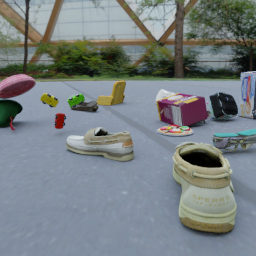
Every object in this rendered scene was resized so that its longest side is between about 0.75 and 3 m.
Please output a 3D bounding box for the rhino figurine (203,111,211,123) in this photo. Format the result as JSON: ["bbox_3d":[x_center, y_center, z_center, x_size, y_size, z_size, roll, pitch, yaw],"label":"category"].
[{"bbox_3d":[2.727,-0.541,10.875,0.470,0.688,1.573,38,0,-22],"label":"rhino figurine"}]

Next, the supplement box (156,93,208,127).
[{"bbox_3d":[1.949,-0.688,10.389,1.101,0.868,1.682,-20,19,-20],"label":"supplement box"}]

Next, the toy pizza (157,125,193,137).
[{"bbox_3d":[1.524,0.055,9.087,1.175,0.186,1.175,0,13,0],"label":"toy pizza"}]

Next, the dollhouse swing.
[{"bbox_3d":[-0.946,-2.022,15.880,1.353,1.309,1.489,7,15,27],"label":"dollhouse swing"}]

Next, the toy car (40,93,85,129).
[{"bbox_3d":[-1.943,-0.729,8.704,1.238,1.315,0.293,-27,37,-11],"label":"toy car"}]

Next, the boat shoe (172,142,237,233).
[{"bbox_3d":[1.263,0.640,4.802,1.040,0.897,2.852,3,13,13],"label":"boat shoe"}]

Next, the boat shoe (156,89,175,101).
[{"bbox_3d":[2.221,-1.543,14.969,0.858,0.901,2.504,21,-1,-16],"label":"boat shoe"}]

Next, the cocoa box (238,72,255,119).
[{"bbox_3d":[5.470,-1.367,11.534,1.254,1.880,1.234,-11,16,-33],"label":"cocoa box"}]

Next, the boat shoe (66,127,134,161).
[{"bbox_3d":[-0.710,0.302,6.881,1.921,0.657,0.718,6,14,26],"label":"boat shoe"}]

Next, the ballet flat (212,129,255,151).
[{"bbox_3d":[2.776,0.319,7.003,1.444,0.519,0.519,-6,13,-11],"label":"ballet flat"}]

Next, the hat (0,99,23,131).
[{"bbox_3d":[-4.353,-0.103,9.891,1.355,1.440,1.636,-18,-19,-2],"label":"hat"}]

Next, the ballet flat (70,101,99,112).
[{"bbox_3d":[-2.114,-1.035,13.571,1.963,0.455,0.661,5,50,41],"label":"ballet flat"}]

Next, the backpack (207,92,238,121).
[{"bbox_3d":[3.773,-0.839,11.100,1.195,1.061,0.900,-1,-18,-33],"label":"backpack"}]

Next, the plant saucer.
[{"bbox_3d":[-3.908,-1.464,9.708,1.367,0.346,1.367,-26,-2,-1],"label":"plant saucer"}]
